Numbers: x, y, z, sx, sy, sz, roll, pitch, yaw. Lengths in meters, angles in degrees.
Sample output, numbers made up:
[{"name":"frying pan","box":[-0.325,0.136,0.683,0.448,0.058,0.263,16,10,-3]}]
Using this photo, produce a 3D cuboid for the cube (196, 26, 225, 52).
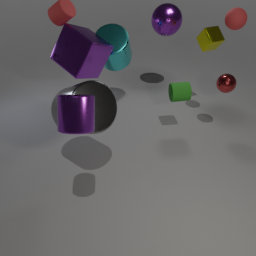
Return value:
[{"name":"cube","box":[3.340,-3.609,11.359,0.700,0.700,0.700,-16,77,-21]}]

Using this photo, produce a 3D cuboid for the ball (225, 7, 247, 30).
[{"name":"ball","box":[3.552,-3.590,9.216,0.700,0.700,0.700,0,33,0]}]

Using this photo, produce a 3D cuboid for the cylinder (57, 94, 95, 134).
[{"name":"cylinder","box":[-0.983,-0.278,5.321,0.700,0.700,0.700,1,8,0]}]

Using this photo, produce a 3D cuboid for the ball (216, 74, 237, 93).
[{"name":"ball","box":[3.586,-1.630,10.214,0.700,0.700,0.700,0,33,0]}]

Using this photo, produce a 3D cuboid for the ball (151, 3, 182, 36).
[{"name":"ball","box":[1.749,-4.878,12.647,1.400,1.400,1.400,0,33,0]}]

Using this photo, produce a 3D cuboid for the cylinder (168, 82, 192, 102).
[{"name":"cylinder","box":[1.920,-1.340,10.389,0.700,0.700,0.700,-6,33,-4]}]

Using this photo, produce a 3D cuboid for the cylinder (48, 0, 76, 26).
[{"name":"cylinder","box":[-2.266,-3.976,9.604,0.700,0.700,0.700,-19,19,36]}]

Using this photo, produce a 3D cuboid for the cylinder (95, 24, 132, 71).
[{"name":"cylinder","box":[-0.597,-3.254,11.429,1.400,1.400,1.400,-2,75,6]}]

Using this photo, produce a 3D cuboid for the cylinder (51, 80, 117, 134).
[{"name":"cylinder","box":[-1.244,-0.535,7.840,1.400,1.400,1.400,-25,13,-33]}]

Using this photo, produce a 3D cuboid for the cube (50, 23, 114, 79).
[{"name":"cube","box":[-1.662,-2.758,10.211,1.400,1.400,1.400,39,25,16]}]
